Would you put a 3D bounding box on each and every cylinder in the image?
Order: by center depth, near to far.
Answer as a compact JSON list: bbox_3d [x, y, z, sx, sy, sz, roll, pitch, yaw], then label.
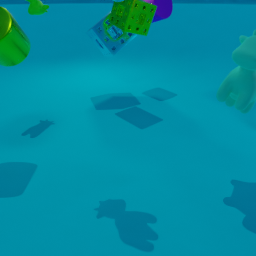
[{"bbox_3d":[-2.921,-2.084,6.454,1.001,1.001,1.001,3,-14,5],"label":"cylinder"},{"bbox_3d":[1.089,-4.978,11.583,1.102,1.102,1.102,-22,18,-36],"label":"cylinder"}]

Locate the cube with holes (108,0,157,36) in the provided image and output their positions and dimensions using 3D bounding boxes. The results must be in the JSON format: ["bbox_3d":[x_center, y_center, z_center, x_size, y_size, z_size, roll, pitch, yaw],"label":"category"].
[{"bbox_3d":[0.140,-3.867,9.524,1.023,1.023,1.023,-4,35,-40],"label":"cube with holes"}]

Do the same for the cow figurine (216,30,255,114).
[{"bbox_3d":[2.423,-1.088,5.644,0.823,1.476,1.500,33,13,29],"label":"cow figurine"}]

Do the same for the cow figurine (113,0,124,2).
[{"bbox_3d":[-0.347,-2.750,5.268,1.212,0.676,1.232,-16,49,18],"label":"cow figurine"}]

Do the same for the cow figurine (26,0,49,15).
[{"bbox_3d":[-3.028,-4.214,8.800,0.668,1.217,1.198,-7,-11,22],"label":"cow figurine"}]

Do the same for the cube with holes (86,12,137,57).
[{"bbox_3d":[-0.664,-3.660,10.890,1.251,1.251,1.251,-43,21,-5],"label":"cube with holes"}]
